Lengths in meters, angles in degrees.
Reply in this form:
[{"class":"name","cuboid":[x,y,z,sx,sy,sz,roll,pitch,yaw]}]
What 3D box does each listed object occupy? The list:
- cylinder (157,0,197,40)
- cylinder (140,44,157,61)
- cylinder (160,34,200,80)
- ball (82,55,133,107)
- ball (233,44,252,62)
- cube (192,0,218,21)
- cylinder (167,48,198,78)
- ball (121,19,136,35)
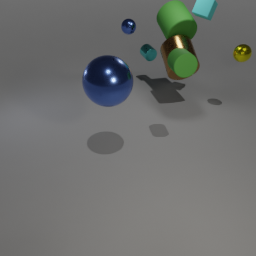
[{"class":"cylinder","cuboid":[2.139,-4.616,12.370,1.400,1.400,1.400,-10,58,-16]},{"class":"cylinder","cuboid":[1.084,-4.013,14.893,0.700,0.700,0.700,-12,42,-20]},{"class":"cylinder","cuboid":[2.229,-3.032,12.110,1.400,1.400,1.400,-7,66,-12]},{"class":"ball","cuboid":[-0.552,-1.278,7.678,1.400,1.400,1.400,0,30,0]},{"class":"ball","cuboid":[4.499,-2.944,11.025,0.700,0.700,0.700,0,30,0]},{"class":"cube","cuboid":[3.131,-4.880,11.382,0.700,0.700,0.700,29,20,20]},{"class":"cylinder","cuboid":[1.571,-1.906,8.147,0.700,0.700,0.700,-5,30,-8]},{"class":"ball","cuboid":[0.029,-4.691,12.960,0.700,0.700,0.700,0,30,0]}]
